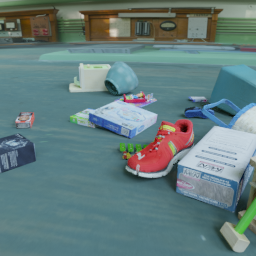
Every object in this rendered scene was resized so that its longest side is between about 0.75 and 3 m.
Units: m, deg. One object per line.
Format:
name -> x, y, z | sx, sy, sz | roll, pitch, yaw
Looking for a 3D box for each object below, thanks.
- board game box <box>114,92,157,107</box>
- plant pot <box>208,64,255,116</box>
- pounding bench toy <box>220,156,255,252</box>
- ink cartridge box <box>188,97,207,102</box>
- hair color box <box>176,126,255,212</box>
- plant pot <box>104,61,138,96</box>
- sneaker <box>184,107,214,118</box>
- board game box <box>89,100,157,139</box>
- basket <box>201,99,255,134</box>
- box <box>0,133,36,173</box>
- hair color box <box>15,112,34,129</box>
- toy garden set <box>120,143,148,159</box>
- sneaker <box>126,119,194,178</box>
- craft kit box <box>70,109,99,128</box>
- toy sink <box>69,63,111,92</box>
board game box -> 0.372, -1.576, 14.255 | 1.736, 0.428, 2.197 | 16, 27, 34
plant pot -> 5.194, -1.366, 12.015 | 1.762, 1.763, 2.494 | -14, 41, -35
pounding bench toy -> 2.845, 1.367, 5.276 | 2.124, 1.657, 1.319 | -8, 23, -19
ink cartridge box -> 3.544, -1.465, 14.317 | 0.851, 0.179, 0.508 | 2, 21, -4
hair color box -> 2.513, 0.905, 7.473 | 1.436, 0.869, 2.871 | 14, 26, 31
plant pot -> -0.510, -2.515, 15.171 | 1.218, 1.818, 1.818 | -43, 41, -23
sneaker -> 3.012, -0.704, 11.872 | 1.221, 0.428, 0.476 | 3, 35, 8
board game box -> -0.169, -0.406, 10.989 | 1.962, 0.426, 1.953 | 23, 31, 26
basket -> 3.588, -0.213, 9.307 | 1.760, 1.388, 1.996 | -19, 57, -41
box -> -3.488, 0.704, 8.319 | 1.076, 0.632, 1.058 | -18, 28, -41
hair color box -> -4.124, -0.324, 11.260 | 0.555, 0.335, 1.094 | -3, 23, -11
toy garden set -> 0.215, 0.759, 8.747 | 0.942, 0.188, 0.786 | 4, 25, -6
sneaker -> 0.965, 0.451, 8.083 | 1.142, 1.259, 2.965 | 16, 27, 34
craft kit box -> -1.520, -0.433, 11.623 | 1.266, 0.307, 1.250 | 13, 23, 29
toy sink -> -2.232, -3.009, 16.503 | 2.486, 1.393, 1.621 | -4, 22, -9
